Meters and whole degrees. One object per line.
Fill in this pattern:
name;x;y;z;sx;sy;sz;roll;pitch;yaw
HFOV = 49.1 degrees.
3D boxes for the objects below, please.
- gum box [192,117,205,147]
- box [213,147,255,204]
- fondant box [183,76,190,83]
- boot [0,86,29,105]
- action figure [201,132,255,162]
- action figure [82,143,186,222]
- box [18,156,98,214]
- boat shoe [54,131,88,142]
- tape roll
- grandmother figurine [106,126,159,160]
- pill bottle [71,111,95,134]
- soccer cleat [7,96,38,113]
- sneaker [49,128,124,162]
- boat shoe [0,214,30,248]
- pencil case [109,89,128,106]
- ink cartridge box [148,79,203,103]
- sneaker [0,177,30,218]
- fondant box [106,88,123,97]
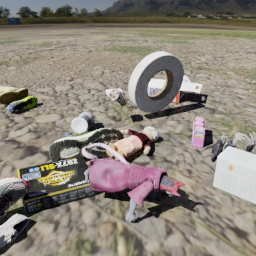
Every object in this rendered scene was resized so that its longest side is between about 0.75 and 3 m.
gum box;2.647;0.118;10.496;0.409;0.702;1.236;6;26;12
box;3.293;1.317;7.591;1.643;1.022;0.801;20;32;36
fondant box;3.168;-2.827;17.051;1.016;0.410;1.408;1;26;1
boot;-6.305;-1.719;14.381;1.473;0.690;1.896;11;26;22
action figure;3.569;0.715;8.576;2.530;1.291;1.504;22;22;36
action figure;0.279;1.204;7.125;2.484;1.850;1.664;-1;15;32
box;-2.001;1.505;7.864;1.931;0.476;1.542;-11;26;-21
boat shoe;-2.064;0.365;10.214;1.331;0.457;0.560;-15;29;-34
tape roll;1.256;-1.920;12.034;2.703;2.703;0.494;-15;38;-29
grandmother figurine;0.268;0.487;9.871;2.268;0.687;1.375;-22;60;-43
pill bottle;-1.710;-0.263;11.037;0.670;0.670;1.261;4;18;8
soccer cleat;-5.048;-1.171;13.441;0.693;0.536;1.657;4;23;29
sneaker;-1.430;0.474;9.601;2.673;1.028;1.184;-8;15;-24
boat shoe;-2.632;2.346;6.205;0.373;0.408;1.134;4;17;18
pencil case;-0.367;-1.228;11.586;0.428;0.492;1.100;31;-1;23
ink cartridge box;2.344;-1.941;14.817;2.962;0.746;1.614;10;27;17
sneaker;-3.156;1.914;6.432;2.035;0.821;0.760;-35;45;-13
fondant box;-0.739;-1.948;15.393;0.832;0.242;0.600;-10;27;-18
